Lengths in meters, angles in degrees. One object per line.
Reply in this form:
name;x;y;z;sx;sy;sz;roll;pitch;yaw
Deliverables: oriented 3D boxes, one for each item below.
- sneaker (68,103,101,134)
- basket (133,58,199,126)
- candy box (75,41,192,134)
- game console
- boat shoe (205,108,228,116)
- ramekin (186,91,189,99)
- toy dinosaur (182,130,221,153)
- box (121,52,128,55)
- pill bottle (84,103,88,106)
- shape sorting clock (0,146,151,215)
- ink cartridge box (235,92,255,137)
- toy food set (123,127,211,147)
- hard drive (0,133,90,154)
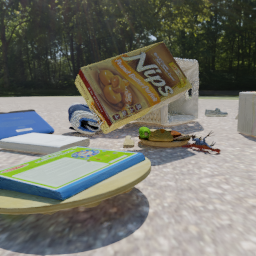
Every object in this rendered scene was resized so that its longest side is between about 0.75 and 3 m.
sneaker;-1.032;-0.181;10.342;2.353;0.948;1.723;11;22;-26
basket;1.683;-1.702;13.190;2.349;2.894;2.921;5;9;43
candy box;0.220;-1.246;8.058;2.995;1.729;0.828;-27;-8;-29
game console;-4.087;0.186;9.408;2.009;1.393;2.354;39;27;23
boat shoe;5.054;-0.912;15.976;1.323;0.471;0.462;0;8;2
ramekin;2.727;-1.664;15.582;1.073;2.202;2.202;-7;8;7
toy dinosaur;2.022;0.497;7.394;0.498;0.948;0.860;34;19;-27
box;-0.419;-1.878;11.712;1.836;1.851;1.140;-25;-24;-1
pill bottle;-2.580;-1.234;17.587;0.638;0.638;1.150;0;8;-2
shape sorting clock;-0.903;0.775;4.387;2.558;0.502;2.558;-5;10;1
ink cartridge box;4.892;-0.481;9.511;1.529;1.489;2.378;-2;9;-13
toy food set;1.101;0.191;8.403;2.462;0.494;1.699;0;8;0
hard drive;-2.263;0.413;7.693;2.020;0.270;1.332;4;9;24
